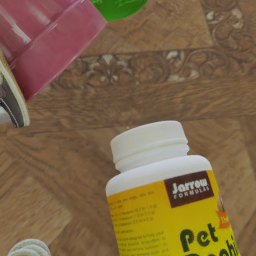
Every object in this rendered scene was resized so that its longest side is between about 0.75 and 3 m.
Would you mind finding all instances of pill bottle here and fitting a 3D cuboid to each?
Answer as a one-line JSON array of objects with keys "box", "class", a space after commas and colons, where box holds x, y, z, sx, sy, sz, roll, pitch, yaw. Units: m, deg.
[{"box": [0.580, 1.349, 3.693, 1.485, 1.485, 2.719, -13, 75, -6], "class": "pill bottle"}]

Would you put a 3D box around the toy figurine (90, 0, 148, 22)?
[{"box": [-0.321, -4.227, 6.054, 2.990, 2.245, 2.752, -6, 79, 23], "class": "toy figurine"}]

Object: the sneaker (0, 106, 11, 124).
[{"box": [-2.482, -0.302, 5.200, 1.059, 0.392, 0.434, -16, 77, 30], "class": "sneaker"}]

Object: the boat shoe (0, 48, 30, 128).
[{"box": [-1.772, -0.656, 3.521, 0.551, 1.700, 0.611, -32, 44, -23], "class": "boat shoe"}]

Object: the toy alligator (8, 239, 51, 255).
[{"box": [-0.299, 1.773, 1.757, 0.733, 0.531, 2.211, -15, 79, -18], "class": "toy alligator"}]

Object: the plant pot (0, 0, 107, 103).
[{"box": [-1.688, -1.697, 4.486, 1.833, 2.048, 2.048, 45, 67, -21], "class": "plant pot"}]
